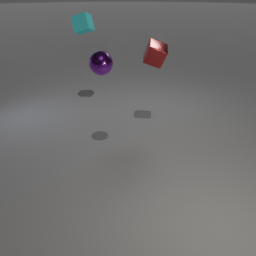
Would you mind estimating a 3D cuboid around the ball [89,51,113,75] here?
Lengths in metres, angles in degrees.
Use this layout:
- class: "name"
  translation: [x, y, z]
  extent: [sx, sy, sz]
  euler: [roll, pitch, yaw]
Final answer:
- class: "ball"
  translation: [-0.794, -1.904, 8.244]
  extent: [0.700, 0.700, 0.700]
  euler: [0, 28, 0]

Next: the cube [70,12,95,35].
- class: "cube"
  translation: [-1.938, -4.489, 12.048]
  extent: [0.700, 0.700, 0.700]
  euler: [-11, 10, 17]

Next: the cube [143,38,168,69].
- class: "cube"
  translation: [1.000, -2.728, 10.246]
  extent: [0.700, 0.700, 0.700]
  euler: [18, 43, -10]
